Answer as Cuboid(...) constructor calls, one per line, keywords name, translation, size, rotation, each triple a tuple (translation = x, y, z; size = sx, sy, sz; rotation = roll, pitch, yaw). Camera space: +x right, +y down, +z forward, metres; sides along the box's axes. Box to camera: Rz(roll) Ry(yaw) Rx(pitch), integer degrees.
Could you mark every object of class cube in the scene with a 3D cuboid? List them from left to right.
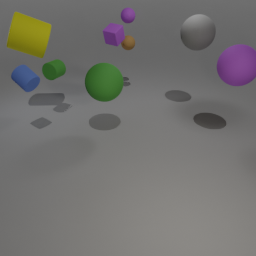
Cuboid(name="cube", translation=(-0.644, -4.310, 12.922), size=(0.700, 0.700, 0.700), rotation=(21, 57, 25))

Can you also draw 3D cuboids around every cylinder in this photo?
Cuboid(name="cylinder", translation=(-3.586, -1.739, 9.834), size=(0.700, 0.700, 0.700), rotation=(41, 41, 9))
Cuboid(name="cylinder", translation=(-3.909, -3.649, 11.083), size=(1.400, 1.400, 1.400), rotation=(14, 24, -23))
Cuboid(name="cylinder", translation=(-2.992, -2.365, 11.353), size=(0.700, 0.700, 0.700), rotation=(10, 29, 18))

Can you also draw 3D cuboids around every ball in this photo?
Cuboid(name="ball", translation=(-0.863, -1.655, 10.173), size=(1.400, 1.400, 1.400), rotation=(0, 30, 0))
Cuboid(name="ball", translation=(0.002, -5.369, 13.369), size=(0.700, 0.700, 0.700), rotation=(0, 30, 0))
Cuboid(name="ball", translation=(0.005, -4.181, 13.754), size=(0.700, 0.700, 0.700), rotation=(0, 30, 0))
Cuboid(name="ball", translation=(2.848, -3.884, 11.429), size=(1.400, 1.400, 1.400), rotation=(0, 30, 0))
Cuboid(name="ball", translation=(3.776, -2.139, 9.599), size=(1.400, 1.400, 1.400), rotation=(0, 30, 0))
